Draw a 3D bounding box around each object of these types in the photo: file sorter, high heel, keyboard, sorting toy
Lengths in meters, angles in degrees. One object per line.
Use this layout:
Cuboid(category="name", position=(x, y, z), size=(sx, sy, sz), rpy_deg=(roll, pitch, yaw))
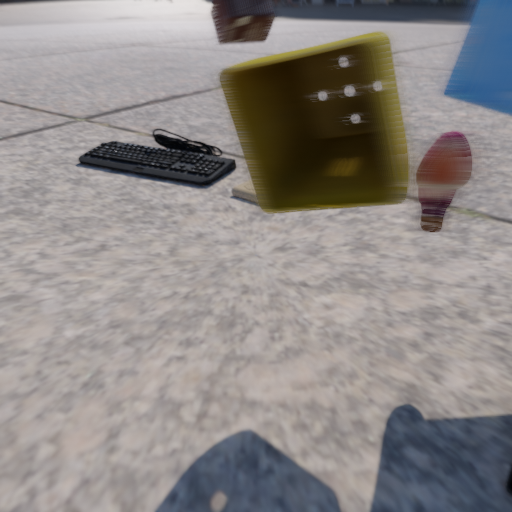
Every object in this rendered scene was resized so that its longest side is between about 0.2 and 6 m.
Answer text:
Cuboid(category="file sorter", position=(3.607, -2.283, 6.743), size=(2.086, 1.448, 1.280), rpy_deg=(19, 24, 5))
Cuboid(category="high heel", position=(2.093, -1.013, 6.346), size=(0.560, 1.662, 0.799), rpy_deg=(11, 62, 9))
Cuboid(category="keyboard", position=(-2.233, -2.446, 12.938), size=(3.580, 0.709, 1.863), rpy_deg=(13, 31, 21))
Cuboid(category="sorting toy", position=(0.305, -1.353, 11.391), size=(1.155, 0.228, 1.248), rpy_deg=(20, 38, 33))

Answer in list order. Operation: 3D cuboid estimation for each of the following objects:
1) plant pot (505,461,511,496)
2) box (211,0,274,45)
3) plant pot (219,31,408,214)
Cuboid(category="plant pot", position=(3.056, 1.501, 4.974), size=(1.270, 1.267, 1.127), rpy_deg=(14, 20, 25))
Cuboid(category="box", position=(-0.169, -2.897, 6.713), size=(0.596, 0.489, 0.494), rpy_deg=(-10, -14, -17))
Cuboid(category="plant pot", position=(0.853, -1.595, 6.245), size=(1.680, 1.680, 1.482), rpy_deg=(-2, 32, 29))
